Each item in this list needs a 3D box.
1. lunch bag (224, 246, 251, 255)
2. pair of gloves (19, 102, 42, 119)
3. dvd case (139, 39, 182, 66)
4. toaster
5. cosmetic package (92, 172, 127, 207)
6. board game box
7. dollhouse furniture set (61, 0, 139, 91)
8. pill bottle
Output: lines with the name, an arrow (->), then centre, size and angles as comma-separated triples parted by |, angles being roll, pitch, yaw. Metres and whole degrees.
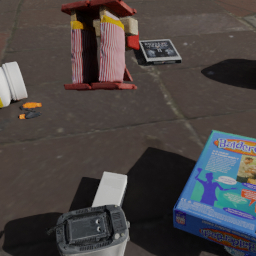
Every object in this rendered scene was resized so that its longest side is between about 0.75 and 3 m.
lunch bag -> 3.020, 2.163, 5.966 | 1.852, 0.763, 1.488 | 10, 44, 13
pair of gloves -> -3.332, -0.613, 9.618 | 0.757, 0.105, 0.849 | -8, 43, -9
dvd case -> 1.409, -3.485, 12.779 | 1.571, 0.259, 2.090 | -5, 42, -7
toaster -> -0.767, 2.246, 5.626 | 1.627, 1.051, 0.924 | -9, 41, -11
cosmetic package -> -0.440, 1.684, 6.740 | 0.627, 0.457, 1.234 | 8, 44, 10
board game box -> 2.471, 1.236, 6.015 | 2.138, 0.632, 2.811 | 13, 40, 27
dollhouse furniture set -> -0.141, -1.258, 4.729 | 0.912, 1.206, 2.241 | 2, 9, 21
pill bottle -> -4.875, -1.266, 9.272 | 2.680, 1.532, 1.532 | -19, 45, -20
